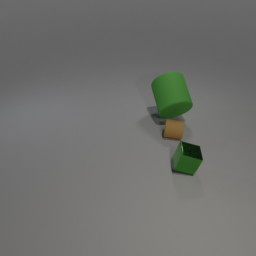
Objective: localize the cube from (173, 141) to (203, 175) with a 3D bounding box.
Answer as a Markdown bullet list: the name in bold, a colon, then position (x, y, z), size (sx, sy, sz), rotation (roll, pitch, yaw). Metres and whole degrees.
- **cube**: position (1.924, 0.965, 9.071), size (0.700, 0.700, 0.700), rotation (15, 35, -6)

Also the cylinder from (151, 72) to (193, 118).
- **cylinder**: position (1.778, -1.334, 11.433), size (1.400, 1.400, 1.400), rotation (-8, 68, -12)

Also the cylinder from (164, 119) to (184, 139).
- **cylinder**: position (1.775, 0.047, 10.830), size (0.700, 0.700, 0.700), rotation (9, 33, 6)
